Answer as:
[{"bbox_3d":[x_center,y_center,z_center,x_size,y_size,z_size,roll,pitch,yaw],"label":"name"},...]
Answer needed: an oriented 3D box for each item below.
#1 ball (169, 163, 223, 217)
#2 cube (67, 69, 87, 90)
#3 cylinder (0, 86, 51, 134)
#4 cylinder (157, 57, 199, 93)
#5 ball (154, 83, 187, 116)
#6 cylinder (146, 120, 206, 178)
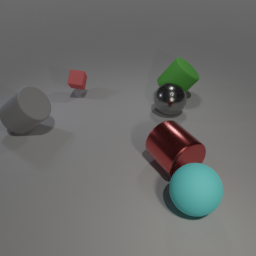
[{"bbox_3d":[1.812,1.641,7.504,1.400,1.400,1.400,0,33,0],"label":"ball"},{"bbox_3d":[-2.363,-2.259,13.130,0.700,0.700,0.700,8,-9,3],"label":"cube"},{"bbox_3d":[-3.892,-0.668,10.640,1.400,1.400,1.400,-28,18,34],"label":"cylinder"},{"bbox_3d":[2.313,-2.278,12.952,1.400,1.400,1.400,30,34,-23],"label":"cylinder"},{"bbox_3d":[1.804,-1.236,12.019,1.400,1.400,1.400,0,33,0],"label":"ball"},{"bbox_3d":[1.501,0.686,8.959,1.400,1.400,1.400,-17,40,-24],"label":"cylinder"}]
